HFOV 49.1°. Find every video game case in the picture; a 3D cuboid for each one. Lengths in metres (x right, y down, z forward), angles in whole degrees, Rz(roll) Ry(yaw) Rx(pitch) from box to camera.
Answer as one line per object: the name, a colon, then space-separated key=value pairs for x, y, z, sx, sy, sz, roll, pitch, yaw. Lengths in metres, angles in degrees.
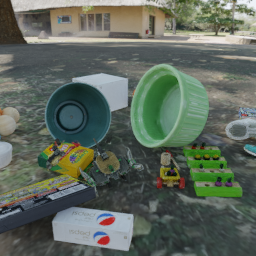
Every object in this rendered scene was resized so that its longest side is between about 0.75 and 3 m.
video game case: x=-2.178 y=1.672 z=6.523 sx=2.291 sy=0.292 sz=2.070 roll=-15 pitch=8 yaw=-30

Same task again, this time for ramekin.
ramekin: x=-4.264 y=0.905 z=8.929 sx=1.133 sy=0.527 sz=1.133 roll=1 pitch=22 yaw=0
ramekin: x=1.408 y=-0.654 z=9.625 sx=1.366 sy=2.796 sz=2.796 roll=8 pitch=15 yaw=-32

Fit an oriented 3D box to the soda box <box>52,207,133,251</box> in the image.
soda box: x=-0.728 y=2.118 z=5.968 sx=1.637 sy=0.521 sz=0.557 roll=4 pitch=23 yaw=10

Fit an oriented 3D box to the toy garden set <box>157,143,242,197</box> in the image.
toy garden set: x=1.951 y=1.062 z=8.529 sx=2.222 sy=0.532 sz=2.666 roll=1 pitch=22 yaw=2

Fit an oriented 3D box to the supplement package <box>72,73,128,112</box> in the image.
supplement package: x=-1.385 y=-1.782 z=14.190 sx=2.053 sy=1.510 sz=1.963 roll=20 pitch=30 yaw=40

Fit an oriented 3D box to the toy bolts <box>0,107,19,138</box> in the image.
toy bolts: x=-5.080 y=-0.519 z=10.042 sx=1.865 sy=2.568 sz=2.689 roll=-19 pitch=34 yaw=-13

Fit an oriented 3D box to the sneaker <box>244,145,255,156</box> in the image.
sneaker: x=4.737 y=0.628 z=9.463 sx=1.611 sy=0.642 sz=0.624 roll=0 pitch=22 yaw=1

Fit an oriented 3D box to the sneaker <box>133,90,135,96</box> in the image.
sneaker: x=1.766 y=-1.576 z=14.565 sx=2.975 sy=1.121 sz=1.167 roll=-9 pitch=29 yaw=2

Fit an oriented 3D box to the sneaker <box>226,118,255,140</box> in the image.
sneaker: x=5.012 y=-0.012 z=10.766 sx=2.310 sy=0.900 sz=1.148 roll=9 pitch=21 yaw=20

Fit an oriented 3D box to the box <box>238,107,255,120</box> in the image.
box: x=6.029 y=-0.495 z=12.543 sx=1.937 sy=0.386 sz=1.326 roll=6 pitch=23 yaw=14

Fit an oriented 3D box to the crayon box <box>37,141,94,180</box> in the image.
crayon box: x=-1.781 y=0.954 z=8.629 sx=1.650 sy=0.419 sz=1.047 roll=13 pitch=31 yaw=16

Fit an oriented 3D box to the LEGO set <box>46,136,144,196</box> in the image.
LEGO set: x=-0.911 y=1.017 z=7.934 sx=2.660 sy=0.754 sz=1.727 roll=23 pitch=58 yaw=16

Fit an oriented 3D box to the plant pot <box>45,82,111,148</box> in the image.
plant pot: x=-1.957 y=-0.413 z=10.289 sx=2.317 sy=2.317 sz=1.553 roll=-10 pitch=4 yaw=-23
